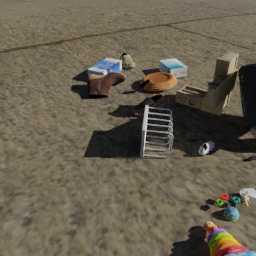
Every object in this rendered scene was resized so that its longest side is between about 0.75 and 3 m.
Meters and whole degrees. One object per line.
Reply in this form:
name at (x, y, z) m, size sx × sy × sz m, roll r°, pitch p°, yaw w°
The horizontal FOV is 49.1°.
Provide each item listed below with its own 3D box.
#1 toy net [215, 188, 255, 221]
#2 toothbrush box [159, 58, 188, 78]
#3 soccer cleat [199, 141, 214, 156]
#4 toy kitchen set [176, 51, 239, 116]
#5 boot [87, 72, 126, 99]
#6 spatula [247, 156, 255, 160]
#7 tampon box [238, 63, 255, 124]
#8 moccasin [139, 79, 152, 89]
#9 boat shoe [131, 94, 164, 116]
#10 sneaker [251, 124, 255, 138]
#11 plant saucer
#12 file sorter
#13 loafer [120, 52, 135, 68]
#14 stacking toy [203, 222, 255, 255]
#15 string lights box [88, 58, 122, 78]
toy net at (3.213, 2.144, 8.264) m, size 1.428 × 0.276 × 0.749 m, roll -22°, pitch 37°, yaw -32°
toothbrush box at (2.588, -3.446, 16.200) m, size 1.108 × 0.645 × 1.513 m, roll -11°, pitch 36°, yaw -16°
soccer cleat at (2.928, 0.673, 10.290) m, size 0.335 × 0.414 × 0.959 m, roll 25°, pitch 41°, yaw 32°
toy kitchen set at (3.154, -1.889, 12.161) m, size 2.323 × 2.575 × 2.101 m, roll 23°, pitch 43°, yaw 30°
boot at (-1.067, -2.117, 14.404) m, size 2.079 × 0.752 × 1.729 m, roll -3°, pitch 46°, yaw -7°
spatula at (4.875, 0.971, 10.084) m, size 1.395 × 0.143 × 0.394 m, roll -14°, pitch 42°, yaw -17°
tampon box at (5.315, -1.403, 10.743) m, size 1.775 × 2.107 × 2.811 m, roll -5°, pitch 6°, yaw 20°
moccasin at (0.889, -2.224, 14.152) m, size 0.321 × 0.832 × 0.304 m, roll -6°, pitch 64°, yaw -48°
boat shoe at (0.885, -1.101, 12.712) m, size 1.806 × 0.648 × 0.684 m, roll -24°, pitch 41°, yaw -31°
sneaker at (5.932, 0.076, 10.395) m, size 2.633 × 0.940 × 1.052 m, roll 12°, pitch 72°, yaw 6°
plant saucer at (1.607, -2.519, 14.870) m, size 1.973 × 0.369 × 1.973 m, roll -6°, pitch 30°, yaw 3°
file sorter at (1.075, 0.132, 10.416) m, size 1.077 × 1.201 × 1.730 m, roll 6°, pitch 34°, yaw 4°
loafer at (-0.085, -4.203, 17.367) m, size 0.668 × 0.602 × 1.764 m, roll -14°, pitch 36°, yaw -20°
stacking toy at (2.293, 2.848, 6.845) m, size 0.960 × 0.907 × 1.653 m, roll -8°, pitch 23°, yaw -6°
string lights box at (-1.302, -3.383, 16.133) m, size 1.072 × 0.615 × 2.085 m, roll 16°, pitch 37°, yaw 22°
